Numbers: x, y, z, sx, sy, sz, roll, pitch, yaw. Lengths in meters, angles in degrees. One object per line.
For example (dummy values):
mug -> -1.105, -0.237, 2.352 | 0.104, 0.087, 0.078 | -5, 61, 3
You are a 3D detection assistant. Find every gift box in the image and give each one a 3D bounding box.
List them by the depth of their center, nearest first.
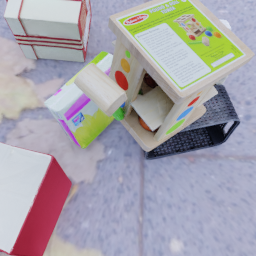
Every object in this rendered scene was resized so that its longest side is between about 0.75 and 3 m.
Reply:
gift box -> -2.163, -3.209, 7.841 | 2.067, 2.043, 2.214 | 4, 66, -2

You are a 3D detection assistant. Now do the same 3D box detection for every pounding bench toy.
pounding bench toy -> 0.250, -0.650, 4.723 | 2.596, 2.025, 1.613 | -31, 73, -26

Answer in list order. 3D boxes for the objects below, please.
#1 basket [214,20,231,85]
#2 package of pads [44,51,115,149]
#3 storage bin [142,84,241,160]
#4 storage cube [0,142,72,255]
basket -> 1.502, -1.457, 6.876 | 1.435, 2.117, 1.306 | 3, 68, -2
package of pads -> -0.834, -0.632, 6.776 | 0.674, 1.526, 1.976 | 29, 65, 34
storage bin -> 1.314, -0.099, 6.575 | 2.088, 1.411, 0.979 | -11, 64, -5
storage cube -> -2.374, 1.397, 5.598 | 1.728, 1.817, 2.021 | 15, 65, 8
